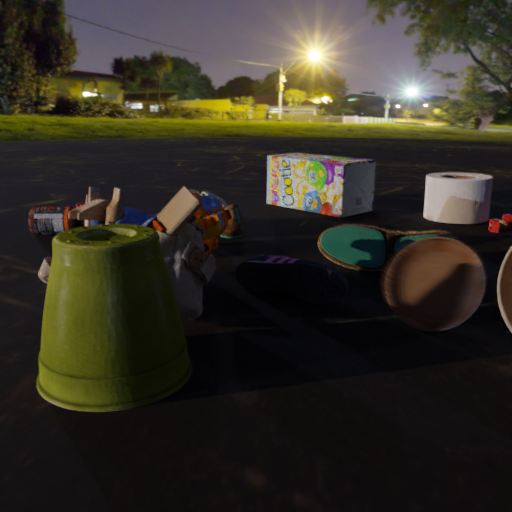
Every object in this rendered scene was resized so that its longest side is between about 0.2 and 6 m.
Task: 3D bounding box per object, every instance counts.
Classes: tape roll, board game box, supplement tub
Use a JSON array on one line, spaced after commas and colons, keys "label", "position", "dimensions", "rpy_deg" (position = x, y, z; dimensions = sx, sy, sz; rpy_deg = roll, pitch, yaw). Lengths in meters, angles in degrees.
[{"label": "tape roll", "position": [5.464, -1.590, 15.223], "dimensions": [1.718, 1.180, 1.718], "rpy_deg": [0, 15, 0]}, {"label": "board game box", "position": [1.874, -2.196, 16.764], "dimensions": [1.553, 1.525, 2.961], "rpy_deg": [-15, 21, -42]}, {"label": "supplement tub", "position": [-4.750, -0.847, 13.509], "dimensions": [1.271, 0.680, 0.680], "rpy_deg": [-1, 15, -4]}]

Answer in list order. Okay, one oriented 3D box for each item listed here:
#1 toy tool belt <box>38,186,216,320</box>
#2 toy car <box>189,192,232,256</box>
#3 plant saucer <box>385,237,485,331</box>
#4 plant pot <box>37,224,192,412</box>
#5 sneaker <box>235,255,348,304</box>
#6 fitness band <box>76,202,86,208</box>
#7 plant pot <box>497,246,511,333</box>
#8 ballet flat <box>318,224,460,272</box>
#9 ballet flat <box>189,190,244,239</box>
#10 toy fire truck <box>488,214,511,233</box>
[{"label": "toy tool belt", "position": [-1.975, -0.241, 8.668], "dimensions": [1.958, 1.927, 3.135], "rpy_deg": [7, 6, -46]}, {"label": "toy car", "position": [-0.835, -0.424, 10.578], "dimensions": [0.950, 1.401, 2.855], "rpy_deg": [-20, 23, -2]}, {"label": "plant saucer", "position": [2.593, 0.422, 8.120], "dimensions": [1.404, 1.404, 0.257], "rpy_deg": [11, -11, 34]}, {"label": "plant pot", "position": [-1.673, 0.565, 6.454], "dimensions": [1.788, 1.722, 1.788], "rpy_deg": [-1, 16, 0]}, {"label": "sneaker", "position": [0.685, 0.282, 9.368], "dimensions": [2.007, 0.704, 0.823], "rpy_deg": [10, 22, 29]}, {"label": "fitness band", "position": [-5.129, -1.511, 16.949], "dimensions": [0.511, 0.133, 0.712], "rpy_deg": [6, 17, 11]}, {"label": "plant pot", "position": [4.110, 0.573, 6.727], "dimensions": [2.006, 2.006, 1.347], "rpy_deg": [13, -14, 40]}, {"label": "ballet flat", "position": [2.539, -0.080, 10.830], "dimensions": [2.652, 0.935, 0.866], "rpy_deg": [6, -10, 12]}, {"label": "ballet flat", "position": [-1.375, -1.117, 13.879], "dimensions": [2.728, 0.987, 0.925], "rpy_deg": [14, 20, 42]}, {"label": "toy fire truck", "position": [6.283, -0.836, 14.190], "dimensions": [0.818, 0.283, 1.160], "rpy_deg": [4, 16, 13]}]
